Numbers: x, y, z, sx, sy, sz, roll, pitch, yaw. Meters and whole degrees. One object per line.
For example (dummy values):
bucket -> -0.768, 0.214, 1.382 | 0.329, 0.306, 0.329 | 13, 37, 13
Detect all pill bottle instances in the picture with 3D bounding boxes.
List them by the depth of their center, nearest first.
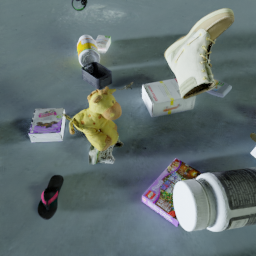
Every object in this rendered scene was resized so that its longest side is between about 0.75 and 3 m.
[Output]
pill bottle -> 2.997, 2.112, 8.348 | 2.968, 1.678, 1.678 | -4, 45, -15
pill bottle -> -2.178, -4.216, 15.183 | 1.099, 1.099, 1.979 | -8, 46, -8

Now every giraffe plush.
giraffe plush -> -0.812, -0.456, 8.399 | 1.839, 1.491, 1.587 | 28, 28, -22

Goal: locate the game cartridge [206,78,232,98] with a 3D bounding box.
game cartridge -> 4.167, -2.031, 13.642 | 1.474, 0.298, 0.983 | 32, 57, 28

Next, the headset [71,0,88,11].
headset -> -1.807, -5.005, 10.922 | 0.571, 0.925, 0.435 | 23, 25, -39

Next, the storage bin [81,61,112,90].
storage bin -> -1.548, -2.618, 13.940 | 0.954, 0.661, 1.411 | -34, 55, -29

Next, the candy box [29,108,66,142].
candy box -> -3.295, -0.142, 11.584 | 1.257, 0.536, 1.499 | -3, 46, -3

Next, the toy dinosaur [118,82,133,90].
toy dinosaur -> -0.052, -1.979, 13.624 | 0.943, 0.224, 0.415 | -26, 37, -23

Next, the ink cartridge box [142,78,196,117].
ink cartridge box -> 1.783, -1.402, 12.600 | 2.026, 0.845, 1.471 | -11, 47, -11

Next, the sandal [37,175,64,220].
sandal -> -2.603, 2.224, 9.372 | 0.644, 0.386, 1.714 | 3, 46, 3

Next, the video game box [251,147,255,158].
video game box -> 5.851, 1.077, 9.373 | 2.710, 0.696, 2.975 | 42, 38, 24

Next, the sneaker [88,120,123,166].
sneaker -> -0.741, 0.422, 10.912 | 1.173, 1.018, 2.648 | 16, 51, -3

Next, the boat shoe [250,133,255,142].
boat shoe -> 5.352, 0.452, 11.184 | 0.919, 0.328, 0.302 | 32, 45, 25

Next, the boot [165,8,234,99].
boot -> 2.770, -2.560, 9.989 | 1.047, 2.905, 2.246 | 12, 54, -43

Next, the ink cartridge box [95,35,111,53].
ink cartridge box -> -1.511, -4.884, 16.302 | 0.769, 0.442, 1.312 | 8, 46, 8

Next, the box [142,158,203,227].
box -> 1.646, 2.091, 9.481 | 1.421, 0.406, 2.076 | 30, 53, 26
